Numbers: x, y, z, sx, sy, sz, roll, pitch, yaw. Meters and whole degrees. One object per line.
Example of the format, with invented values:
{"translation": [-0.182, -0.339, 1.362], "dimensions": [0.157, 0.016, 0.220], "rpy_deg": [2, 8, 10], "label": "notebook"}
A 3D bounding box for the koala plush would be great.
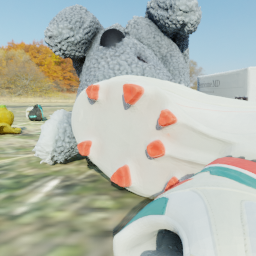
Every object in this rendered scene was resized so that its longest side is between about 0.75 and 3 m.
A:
{"translation": [0.061, -0.520, 4.228], "dimensions": [2.574, 2.668, 2.903], "rpy_deg": [-9, 26, 6], "label": "koala plush"}

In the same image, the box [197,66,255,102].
{"translation": [2.575, -0.395, 5.251], "dimensions": [2.007, 1.312, 1.997], "rpy_deg": [-1, 6, -9], "label": "box"}

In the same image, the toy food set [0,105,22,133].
{"translation": [-3.618, -0.225, 6.380], "dimensions": [2.268, 0.741, 1.335], "rpy_deg": [0, 6, 0], "label": "toy food set"}

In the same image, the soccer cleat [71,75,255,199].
{"translation": [0.759, 0.166, 2.297], "dimensions": [2.849, 0.987, 1.105], "rpy_deg": [12, 7, 32], "label": "soccer cleat"}

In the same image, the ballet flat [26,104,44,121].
{"translation": [-3.527, -0.581, 10.553], "dimensions": [0.615, 0.612, 1.799], "rpy_deg": [-11, 9, -15], "label": "ballet flat"}

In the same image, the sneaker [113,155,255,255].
{"translation": [0.537, 0.542, 0.691], "dimensions": [0.798, 0.601, 1.707], "rpy_deg": [-20, 15, -23], "label": "sneaker"}
